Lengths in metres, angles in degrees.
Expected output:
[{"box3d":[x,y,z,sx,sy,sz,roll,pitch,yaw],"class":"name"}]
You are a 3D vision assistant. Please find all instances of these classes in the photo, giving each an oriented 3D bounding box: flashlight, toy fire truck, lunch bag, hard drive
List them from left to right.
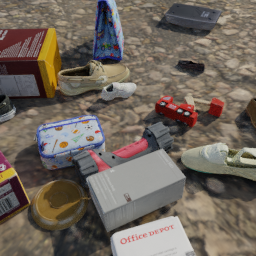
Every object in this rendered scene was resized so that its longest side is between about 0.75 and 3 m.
[{"box3d":[-1.752,0.342,8.427,2.024,0.765,1.621,-11,44,-12],"class":"lunch bag"},{"box3d":[-0.879,-4.683,11.947,1.346,2.861,2.153,0,45,0],"class":"lunch bag"},{"box3d":[-0.104,0.654,7.949,2.900,0.982,0.986,-25,53,-22],"class":"flashlight"},{"box3d":[2.106,-0.716,9.657,2.007,0.489,1.415,25,49,25],"class":"toy fire truck"},{"box3d":[3.440,-5.891,14.794,2.650,0.561,1.787,18,48,17],"class":"hard drive"}]

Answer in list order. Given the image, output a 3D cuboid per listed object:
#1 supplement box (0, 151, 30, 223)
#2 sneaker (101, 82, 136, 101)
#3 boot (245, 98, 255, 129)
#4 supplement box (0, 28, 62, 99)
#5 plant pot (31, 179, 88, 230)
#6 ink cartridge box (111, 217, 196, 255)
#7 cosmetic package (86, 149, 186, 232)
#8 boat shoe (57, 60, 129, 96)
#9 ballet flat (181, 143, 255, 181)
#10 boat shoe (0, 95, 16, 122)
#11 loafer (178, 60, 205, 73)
[{"box3d":[-4.031,1.170,7.097,1.813,1.429,2.769,-32,53,-28],"class":"supplement box"},{"box3d":[-0.303,-1.390,10.172,1.356,0.675,0.508,-18,67,-15],"class":"sneaker"},{"box3d":[4.400,-0.390,9.220,0.583,0.597,1.583,-6,43,-9],"class":"boot"},{"box3d":[-4.006,-2.481,10.624,2.441,1.621,2.408,-2,45,-2],"class":"supplement box"},{"box3d":[-1.775,1.902,7.242,1.469,0.202,1.469,0,45,0],"class":"plant pot"},{"box3d":[0.664,3.068,5.567,1.546,0.893,2.126,-12,46,-12],"class":"ink cartridge box"},{"box3d":[0.221,1.515,7.095,2.214,0.998,1.183,-22,46,-17],"class":"cosmetic package"},{"box3d":[-1.261,-2.047,10.682,2.829,0.919,1.020,-16,47,-16],"class":"boat shoe"},{"box3d":[2.901,0.839,7.815,2.740,0.952,0.952,9,46,10],"class":"ballet flat"},{"box3d":[-5.163,-0.446,9.178,2.740,0.776,0.940,-19,48,-18],"class":"boat shoe"},{"box3d":[2.662,-2.674,11.702,1.189,0.374,0.427,24,50,23],"class":"loafer"}]
